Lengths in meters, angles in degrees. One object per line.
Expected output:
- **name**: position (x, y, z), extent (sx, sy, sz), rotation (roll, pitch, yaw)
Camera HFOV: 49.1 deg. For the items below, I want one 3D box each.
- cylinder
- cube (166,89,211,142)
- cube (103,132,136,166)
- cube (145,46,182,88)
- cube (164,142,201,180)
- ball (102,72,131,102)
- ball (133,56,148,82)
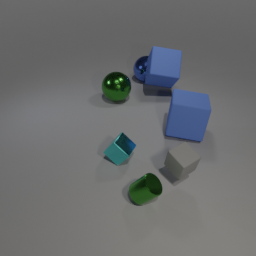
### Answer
- **cylinder**: position (0.506, 1.740, 7.999), extent (0.700, 0.700, 0.700), rotation (30, 39, -28)
- **cube**: position (2.289, -0.518, 10.788), extent (1.400, 1.400, 1.400), rotation (10, 31, 5)
- **cube**: position (-0.275, 0.713, 9.562), extent (0.700, 0.700, 0.700), rotation (43, 39, -5)
- **cube**: position (1.667, -2.879, 13.430), extent (1.400, 1.400, 1.400), rotation (8, -11, -5)
- **cube**: position (1.602, 0.970, 8.303), extent (0.700, 0.700, 0.700), rotation (-25, 56, -25)
- **ball**: position (-0.543, -1.945, 13.194), extent (1.400, 1.400, 1.400), rotation (0, 33, 0)
- **ball**: position (0.984, -3.188, 15.142), extent (1.400, 1.400, 1.400), rotation (0, 33, 0)
